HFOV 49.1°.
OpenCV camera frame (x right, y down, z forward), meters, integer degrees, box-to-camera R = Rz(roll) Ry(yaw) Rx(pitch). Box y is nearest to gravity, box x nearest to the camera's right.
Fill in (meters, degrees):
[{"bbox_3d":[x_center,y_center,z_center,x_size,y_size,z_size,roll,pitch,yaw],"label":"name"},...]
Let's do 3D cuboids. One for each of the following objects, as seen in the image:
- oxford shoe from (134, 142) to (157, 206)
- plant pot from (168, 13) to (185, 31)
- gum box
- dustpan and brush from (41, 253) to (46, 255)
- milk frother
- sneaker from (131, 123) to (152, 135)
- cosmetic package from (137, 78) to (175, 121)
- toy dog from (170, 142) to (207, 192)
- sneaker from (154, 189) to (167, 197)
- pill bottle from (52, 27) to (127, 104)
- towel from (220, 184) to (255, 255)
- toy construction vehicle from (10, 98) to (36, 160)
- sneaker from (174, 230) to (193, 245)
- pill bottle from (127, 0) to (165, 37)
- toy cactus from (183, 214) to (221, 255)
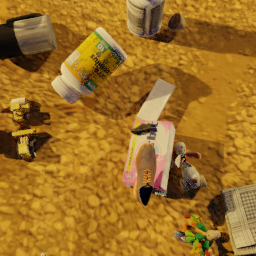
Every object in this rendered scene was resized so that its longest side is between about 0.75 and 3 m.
[{"bbox_3d":[0.642,1.538,9.191,0.755,0.772,2.118,-1,105,-11],"label":"oxford shoe"},{"bbox_3d":[2.300,-4.750,12.779,0.545,0.812,0.812,14,69,-35],"label":"plant pot"},{"bbox_3d":[0.820,1.071,10.607,1.487,0.867,2.621,4,71,23],"label":"gum box"},{"bbox_3d":[-2.498,5.302,9.675,1.462,0.599,2.094,-26,75,-8],"label":"dustpan and brush"},{"bbox_3d":[-4.546,-4.429,11.671,2.433,2.587,2.334,-13,71,-5],"label":"milk frother"},{"bbox_3d":[0.500,0.021,10.511,0.831,0.316,0.377,-10,52,11],"label":"sneaker"},{"bbox_3d":[1.158,-1.047,11.698,0.804,0.493,1.947,29,75,8],"label":"cosmetic package"},{"bbox_3d":[2.267,1.495,10.665,1.318,0.962,1.998,-36,76,-10],"label":"toy dog"},{"bbox_3d":[1.222,2.013,10.755,0.520,0.467,1.204,1,71,-1],"label":"sneaker"},{"bbox_3d":[-1.582,-2.373,11.103,2.919,1.646,1.646,-43,77,7],"label":"pill bottle"},{"bbox_3d":[4.833,3.337,10.382,2.359,0.423,2.450,-8,74,-2],"label":"towel"},{"bbox_3d":[-4.905,-0.034,11.155,2.302,0.931,2.644,-6,73,-2],"label":"toy construction vehicle"},{"bbox_3d":[2.024,4.066,10.259,0.778,0.293,0.305,29,83,17],"label":"sneaker"},{"bbox_3d":[0.747,-5.317,11.789,1.618,2.844,1.618,0,73,0],"label":"pill bottle"},{"bbox_3d":[2.715,3.866,10.081,1.314,0.814,1.592,-2,54,-16],"label":"toy cactus"}]
